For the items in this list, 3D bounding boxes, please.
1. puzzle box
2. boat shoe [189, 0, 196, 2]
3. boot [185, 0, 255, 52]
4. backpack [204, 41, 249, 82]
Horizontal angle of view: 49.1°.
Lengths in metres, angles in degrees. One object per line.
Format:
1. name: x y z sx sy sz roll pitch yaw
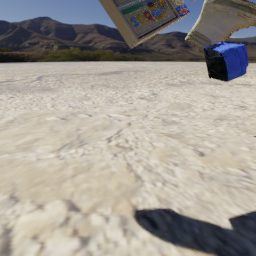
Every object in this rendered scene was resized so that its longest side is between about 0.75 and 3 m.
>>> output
1. puzzle box: 0.391 -2.945 6.456 2.404 1.600 0.306 -42 11 -38
2. boat shoe: 1.842 -3.622 6.661 0.460 1.251 0.418 30 -2 -23
3. boot: 3.445 -3.194 9.325 2.602 2.022 0.947 27 15 -2
4. backpack: 2.857 -1.953 7.979 1.078 1.044 1.285 -23 20 3
